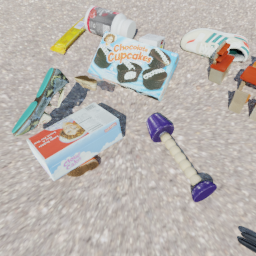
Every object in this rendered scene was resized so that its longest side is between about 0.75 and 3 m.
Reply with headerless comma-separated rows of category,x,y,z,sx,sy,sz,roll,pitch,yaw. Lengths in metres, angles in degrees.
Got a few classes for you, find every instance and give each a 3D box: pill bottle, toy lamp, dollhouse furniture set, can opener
pill bottle,-0.747,-4.458,12.116,2.066,1.144,1.144,24,55,18
toy lamp,1.430,0.716,8.180,0.843,0.843,2.895,-22,55,-17
dollhouse furniture set,4.302,-1.898,9.906,2.631,1.370,2.660,29,57,21
can opener,3.360,2.960,6.691,1.431,0.562,0.453,18,92,17

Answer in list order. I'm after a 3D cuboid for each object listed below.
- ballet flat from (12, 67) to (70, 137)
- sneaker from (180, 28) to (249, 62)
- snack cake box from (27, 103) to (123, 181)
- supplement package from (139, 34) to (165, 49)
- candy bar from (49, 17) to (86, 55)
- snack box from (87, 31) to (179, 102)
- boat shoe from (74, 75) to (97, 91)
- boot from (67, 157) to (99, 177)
ballet flat,-2.320,-0.613,7.778,0.827,0.827,2.228,24,78,18
sneaker,3.494,-3.207,11.204,2.770,0.975,1.295,8,46,3
snack cake box,-1.537,0.316,8.283,2.418,0.812,1.390,-32,43,-23
supplement package,0.925,-3.231,11.100,0.729,0.758,1.332,17,30,14
candy bar,-2.410,-4.149,12.403,0.686,0.305,2.750,22,54,12
snack box,0.168,-2.290,10.244,2.954,0.548,1.716,22,87,17
boat shoe,-1.238,-1.296,8.082,0.348,0.315,0.977,-22,32,-32
boot,-1.369,1.093,8.224,0.957,0.359,0.513,-21,35,-9
